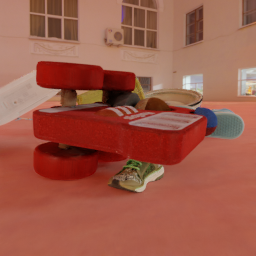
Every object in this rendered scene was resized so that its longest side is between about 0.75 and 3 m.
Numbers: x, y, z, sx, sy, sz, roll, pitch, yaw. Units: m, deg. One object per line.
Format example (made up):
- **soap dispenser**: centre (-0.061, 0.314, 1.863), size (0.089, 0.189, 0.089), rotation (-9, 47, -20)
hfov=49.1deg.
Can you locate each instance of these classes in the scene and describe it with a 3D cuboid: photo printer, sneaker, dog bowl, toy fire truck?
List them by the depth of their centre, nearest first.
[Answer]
- **sneaker**: centre (0.116, 0.505, 3.883), size (0.485, 0.559, 1.262), rotation (4, 8, 27)
- **toy fire truck**: centre (0.056, -0.095, 4.563), size (2.518, 1.681, 2.999), rotation (10, 11, 24)
- **sneaker**: centre (2.250, -0.218, 8.560), size (2.333, 0.928, 1.523), rotation (12, 12, 17)
- **photo printer**: centre (-3.763, -1.066, 9.645), size (2.467, 1.030, 2.966), rotation (-35, 17, -20)
- **dog bowl**: centre (1.402, -0.664, 9.907), size (2.428, 0.895, 2.428), rotation (-6, 23, 2)

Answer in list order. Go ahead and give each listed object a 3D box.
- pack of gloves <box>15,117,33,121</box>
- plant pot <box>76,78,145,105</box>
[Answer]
- **pack of gloves**: centre (-5.042, -0.404, 13.383), size (0.911, 0.180, 0.765), rotation (6, -1, 8)
- **plant pot**: centre (-0.588, -0.604, 8.677), size (1.769, 1.925, 1.925), rotation (-16, 11, -16)
